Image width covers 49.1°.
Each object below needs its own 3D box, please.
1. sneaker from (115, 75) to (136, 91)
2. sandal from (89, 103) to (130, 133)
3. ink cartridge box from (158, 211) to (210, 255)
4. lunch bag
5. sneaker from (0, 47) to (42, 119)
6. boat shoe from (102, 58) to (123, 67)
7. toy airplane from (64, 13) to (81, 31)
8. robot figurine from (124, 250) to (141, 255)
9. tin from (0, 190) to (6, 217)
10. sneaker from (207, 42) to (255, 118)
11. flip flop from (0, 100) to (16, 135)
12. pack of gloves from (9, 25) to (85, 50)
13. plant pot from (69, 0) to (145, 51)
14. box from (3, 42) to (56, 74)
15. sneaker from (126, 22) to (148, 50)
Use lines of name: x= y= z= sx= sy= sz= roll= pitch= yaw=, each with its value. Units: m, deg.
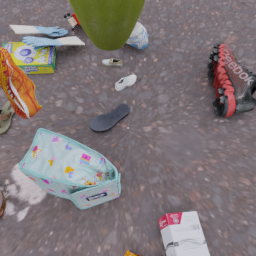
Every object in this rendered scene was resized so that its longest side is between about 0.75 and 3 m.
sneaker: x=-0.059 y=-1.623 z=9.580 sx=0.891 sy=0.394 sz=0.335 roll=-36 pitch=63 yaw=-21
sandal: x=-0.532 y=-0.253 z=8.817 sx=1.496 sy=0.320 sz=0.569 roll=-30 pitch=69 yaw=-28
ink cartridge box: x=1.330 y=2.684 z=6.647 sx=0.898 sy=0.516 sz=1.237 roll=4 pitch=55 yaw=-24
lunch bag: x=-1.227 y=1.165 z=6.948 sx=2.219 sy=1.890 sz=1.353 roll=17 pitch=65 yaw=9
sneaker: x=-1.760 y=-0.724 z=4.460 sx=0.429 sy=1.177 sz=0.454 roll=9 pitch=39 yaw=31
boat shoe: x=-0.570 y=-2.404 z=10.148 sx=0.763 sy=0.261 sz=0.285 roll=5 pitch=58 yaw=3
toy airplane: x=-1.460 y=-4.463 z=10.596 sx=1.759 sy=1.766 sz=1.246 roll=28 pitch=47 yaw=18
robot figurine: x=0.401 y=3.446 z=6.405 sx=1.327 sy=0.386 sz=0.962 roll=26 pitch=61 yaw=16
tin: x=-4.238 y=1.870 z=7.392 sx=2.117 sy=0.443 sz=1.185 roll=23 pitch=56 yaw=14
sneaker: x=3.464 y=-1.639 z=9.220 sx=1.417 sy=1.025 sz=2.901 roll=0 pitch=60 yaw=1
flip flop: x=-3.887 y=-0.421 z=8.812 sx=0.582 sy=0.413 sz=1.436 roll=13 pitch=59 yaw=8
pack of gloves: x=-2.992 y=-3.267 z=10.350 sx=2.176 sy=0.429 sz=1.829 roll=-13 pitch=42 yaw=-35
plant pot: x=-0.502 y=-3.161 z=7.116 sx=2.156 sy=2.304 sz=2.156 roll=0 pitch=64 yaw=-1
box: x=-3.737 y=-2.537 z=10.097 sx=2.135 sy=0.516 sz=1.252 roll=-4 pitch=57 yaw=-1
sneaker: x=-0.152 y=-3.802 z=10.757 sx=0.974 sy=0.982 sz=2.711 roll=-34 pitch=49 yaw=-4
